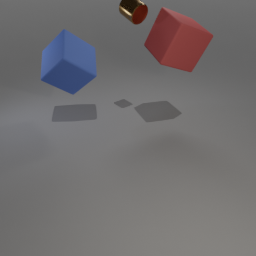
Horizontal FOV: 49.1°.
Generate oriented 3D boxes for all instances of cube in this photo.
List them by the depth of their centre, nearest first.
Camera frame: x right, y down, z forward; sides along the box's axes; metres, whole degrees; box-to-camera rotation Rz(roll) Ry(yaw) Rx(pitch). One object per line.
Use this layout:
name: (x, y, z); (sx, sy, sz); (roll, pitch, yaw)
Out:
cube: (1.640, -2.919, 9.351); (1.400, 1.400, 1.400); (6, 38, -32)
cube: (-2.107, -2.300, 9.985); (1.400, 1.400, 1.400); (23, 49, -41)

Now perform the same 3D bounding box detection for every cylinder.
cylinder: (0.178, -3.870, 9.166); (0.700, 0.700, 0.700); (-23, 58, -35)
